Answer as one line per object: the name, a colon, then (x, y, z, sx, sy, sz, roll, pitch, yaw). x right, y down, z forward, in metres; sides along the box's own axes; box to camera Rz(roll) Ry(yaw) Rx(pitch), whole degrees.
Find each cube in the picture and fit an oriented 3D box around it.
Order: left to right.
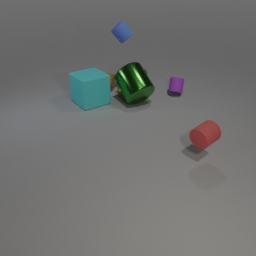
cube: (-1.753, -1.832, 12.936, 1.400, 1.400, 1.400, -19, 35, -31)

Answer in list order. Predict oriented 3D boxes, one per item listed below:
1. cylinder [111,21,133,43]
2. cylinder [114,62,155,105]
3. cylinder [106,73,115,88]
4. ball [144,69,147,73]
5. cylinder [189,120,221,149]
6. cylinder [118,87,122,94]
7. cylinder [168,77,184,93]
cylinder: (-0.276, -4.273, 12.481, 0.700, 0.700, 0.700, -38, 23, 20)
cylinder: (0.297, -2.017, 12.750, 1.400, 1.400, 1.400, -19, 70, -29)
cylinder: (-1.078, -2.439, 14.209, 0.700, 0.700, 0.700, 9, 31, 10)
ball: (0.738, -2.997, 15.694, 0.700, 0.700, 0.700, 0, 29, 0)
cylinder: (2.400, 0.206, 8.699, 0.700, 0.700, 0.700, -28, 40, -30)
cylinder: (-0.102, -2.137, 13.946, 0.700, 0.700, 0.700, 9, 59, -15)
cylinder: (2.388, -2.119, 13.870, 0.700, 0.700, 0.700, 9, 4, -1)
